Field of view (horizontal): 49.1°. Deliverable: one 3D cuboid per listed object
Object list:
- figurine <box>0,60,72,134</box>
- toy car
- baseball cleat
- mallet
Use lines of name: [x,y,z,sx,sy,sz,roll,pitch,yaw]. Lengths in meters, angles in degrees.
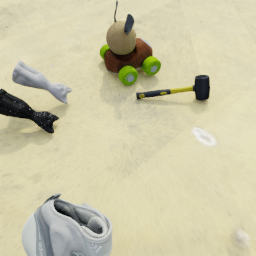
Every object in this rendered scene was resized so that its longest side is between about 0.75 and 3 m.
figurine: [-2.546,-0.855,7.815,1.698,0.749,1.740,26,58,-13]
toy car: [-0.014,-2.801,8.804,1.705,2.161,1.775,-25,53,-15]
baseball cleat: [-0.536,2.395,4.282,2.984,1.588,1.040,49,28,9]
mallet: [1.389,-1.014,8.511,2.237,0.737,0.460,-13,24,8]
